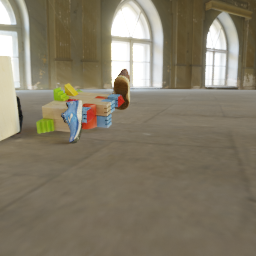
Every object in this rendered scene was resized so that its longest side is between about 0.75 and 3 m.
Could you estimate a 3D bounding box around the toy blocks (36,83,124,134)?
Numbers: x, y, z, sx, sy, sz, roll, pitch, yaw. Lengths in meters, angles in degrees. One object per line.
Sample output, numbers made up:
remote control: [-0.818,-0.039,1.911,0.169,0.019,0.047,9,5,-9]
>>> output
toy blocks: [-1.155,-0.485,7.937,1.705,1.247,2.495,6,21,15]

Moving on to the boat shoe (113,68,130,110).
boat shoe: [-0.262,-1.627,11.970,0.850,0.848,2.356,11,-29,4]

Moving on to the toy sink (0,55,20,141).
toy sink: [-4.276,-0.645,6.327,2.919,1.903,1.635,1,14,8]

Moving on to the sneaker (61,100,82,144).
sneaker: [-1.320,-0.144,6.542,0.486,1.091,0.428,1,-27,-8]

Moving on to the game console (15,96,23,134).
game console: [-3.337,-0.315,7.350,0.993,0.856,0.589,-3,-34,-5]
